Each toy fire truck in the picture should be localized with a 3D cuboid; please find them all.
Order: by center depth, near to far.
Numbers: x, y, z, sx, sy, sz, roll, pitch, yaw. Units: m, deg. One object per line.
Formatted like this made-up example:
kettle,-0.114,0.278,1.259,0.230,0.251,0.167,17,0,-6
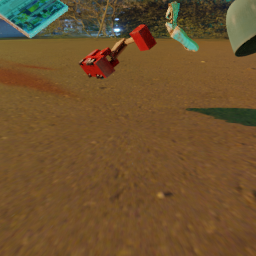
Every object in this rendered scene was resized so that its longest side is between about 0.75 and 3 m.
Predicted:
toy fire truck,-0.474,-2.507,9.393,1.946,0.673,2.760,-43,26,-11

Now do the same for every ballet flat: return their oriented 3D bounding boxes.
ballet flat,1.631,-4.055,10.563,0.427,1.309,0.461,-3,19,-14

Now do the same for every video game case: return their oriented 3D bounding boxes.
video game case,-2.346,-2.876,6.738,1.220,0.154,1.339,36,62,6

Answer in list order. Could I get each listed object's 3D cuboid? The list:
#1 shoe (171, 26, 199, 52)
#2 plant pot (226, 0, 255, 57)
shoe,2.164,-3.288,10.667,1.636,0.437,0.572,22,20,-48
plant pot,3.092,-2.615,6.875,1.404,1.127,1.404,-18,-11,-4
